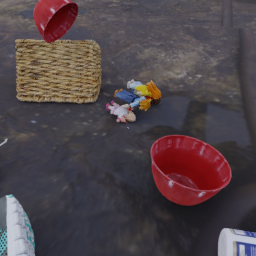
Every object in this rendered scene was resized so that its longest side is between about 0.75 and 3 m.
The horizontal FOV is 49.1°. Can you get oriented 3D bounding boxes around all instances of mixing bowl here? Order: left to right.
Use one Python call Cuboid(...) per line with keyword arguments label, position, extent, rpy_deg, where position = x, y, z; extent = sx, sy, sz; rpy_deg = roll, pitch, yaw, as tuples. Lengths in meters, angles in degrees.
Cuboid(label="mixing bowl", position=(-2.162, -3.238, 7.993), extent=(0.754, 1.392, 1.392), rpy_deg=(43, 48, 0))
Cuboid(label="mixing bowl", position=(1.280, 1.073, 6.333), extent=(1.789, 0.969, 1.789), rpy_deg=(9, 33, -6))

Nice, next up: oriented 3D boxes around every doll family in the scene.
Cuboid(label="doll family", position=(0.304, -0.990, 9.011), extent=(1.271, 0.923, 2.048), rpy_deg=(28, 47, 30))

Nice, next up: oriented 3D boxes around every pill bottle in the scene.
Cuboid(label="pill bottle", position=(2.418, 2.326, 5.067), extent=(1.404, 0.780, 0.780), rpy_deg=(7, 40, 8))

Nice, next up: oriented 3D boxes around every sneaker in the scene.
Cuboid(label="sneaker", position=(-2.298, 2.385, 4.832), extent=(1.291, 1.098, 2.830), rpy_deg=(-16, 40, -13))

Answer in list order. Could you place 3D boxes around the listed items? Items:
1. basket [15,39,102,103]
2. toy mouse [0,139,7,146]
Cuboid(label="basket", position=(-2.430, -2.003, 10.283), extent=(2.859, 2.130, 2.041), rpy_deg=(0, 6, 0))
Cuboid(label="toy mouse", position=(-3.897, 0.951, 7.009), extent=(2.320, 0.449, 2.062), rpy_deg=(27, 47, 28))
